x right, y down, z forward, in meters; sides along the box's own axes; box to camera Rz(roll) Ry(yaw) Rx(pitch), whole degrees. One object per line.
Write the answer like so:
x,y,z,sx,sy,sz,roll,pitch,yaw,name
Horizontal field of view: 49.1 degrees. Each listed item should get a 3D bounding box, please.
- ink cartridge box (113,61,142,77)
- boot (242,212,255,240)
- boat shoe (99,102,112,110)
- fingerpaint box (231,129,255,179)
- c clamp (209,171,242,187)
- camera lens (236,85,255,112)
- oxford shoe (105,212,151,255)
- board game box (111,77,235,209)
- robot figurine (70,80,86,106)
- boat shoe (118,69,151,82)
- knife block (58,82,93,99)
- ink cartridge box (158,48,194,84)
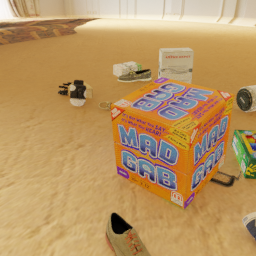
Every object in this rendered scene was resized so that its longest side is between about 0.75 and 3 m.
-0.042,-3.701,17.746,1.505,0.635,1.099,-18,33,-30,ink cartridge box
3.673,2.369,6.707,1.695,0.616,0.765,-9,43,-10,boot
-0.852,-1.042,12.969,1.012,0.375,0.336,4,-1,0,boat shoe
4.525,0.833,9.255,1.671,0.734,2.002,4,29,7,fingerpaint box
2.928,1.500,8.687,1.016,0.138,0.868,14,37,23,c clamp
5.860,-1.385,12.889,1.454,1.163,1.163,-10,30,-17,camera lens
0.048,2.598,5.997,0.677,0.719,1.921,-19,34,-31,oxford shoe
1.299,0.254,8.272,2.480,2.479,2.478,21,39,35,board game box
-2.357,-1.660,13.322,0.769,1.233,0.926,5,5,20,robot figurine
0.392,-3.142,16.718,2.098,0.627,0.750,-8,29,-14,boat shoe
-2.794,-1.931,14.573,1.499,0.546,1.708,-17,33,-26,knife block
2.470,-2.995,14.701,1.669,2.277,0.946,-2,28,-4,ink cartridge box
